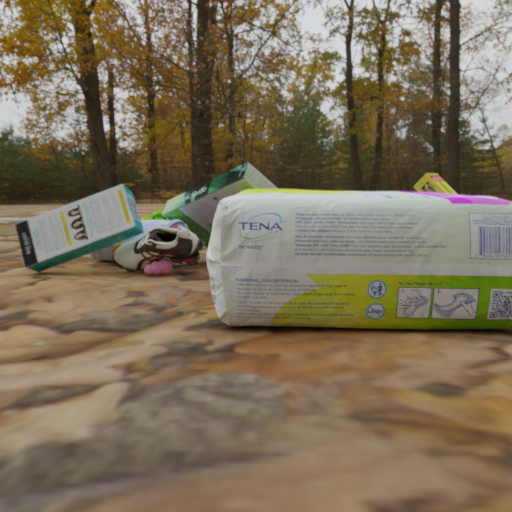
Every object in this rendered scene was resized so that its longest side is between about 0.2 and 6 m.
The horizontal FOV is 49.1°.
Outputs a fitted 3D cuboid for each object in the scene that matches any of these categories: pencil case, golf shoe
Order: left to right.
[{"bbox_3d":[-2.227,-0.291,10.516,2.084,0.866,0.945,5,33,31],"label":"pencil case"},{"bbox_3d":[-1.693,-0.192,9.211,1.650,0.637,0.727,-8,-36,18],"label":"golf shoe"}]

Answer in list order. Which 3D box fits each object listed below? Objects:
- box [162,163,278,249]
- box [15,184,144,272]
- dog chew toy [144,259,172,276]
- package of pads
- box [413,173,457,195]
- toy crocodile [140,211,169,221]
[{"bbox_3d":[-0.417,-0.736,10.181,2.239,0.407,1.616,-18,-45,41],"label":"box"},{"bbox_3d":[-2.924,-0.442,9.293,1.946,0.801,0.478,-20,-14,3],"label":"box"},{"bbox_3d":[-1.602,0.205,9.124,0.451,0.281,0.281,-12,11,-21],"label":"dog chew toy"},{"bbox_3d":[1.109,-0.166,7.300,3.191,1.408,4.130,0,7,1],"label":"package of pads"},{"bbox_3d":[4.981,-1.185,14.144,0.798,0.531,2.120,-7,53,-49],"label":"box"},{"bbox_3d":[-2.591,-0.951,17.325,2.110,0.652,0.712,-2,47,-26],"label":"toy crocodile"}]
